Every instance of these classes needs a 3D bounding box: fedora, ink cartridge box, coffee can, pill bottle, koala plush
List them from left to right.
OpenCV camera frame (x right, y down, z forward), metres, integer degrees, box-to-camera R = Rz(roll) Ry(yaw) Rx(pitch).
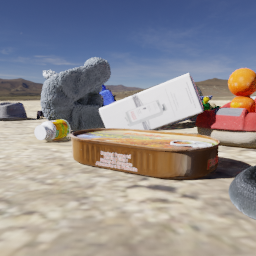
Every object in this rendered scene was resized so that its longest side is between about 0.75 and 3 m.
[{"bbox_3d":[-5.645,-0.836,13.624,1.671,0.853,1.889,5,9,32],"label":"fedora"},{"bbox_3d":[-2.092,0.069,7.757,0.535,0.535,0.964,3,8,25],"label":"pill bottle"},{"bbox_3d":[-2.231,-1.133,10.171,2.614,2.522,2.844,-19,20,-32],"label":"koala plush"},{"bbox_3d":[0.714,-0.533,7.657,2.459,1.018,1.802,-20,2,17],"label":"ink cartridge box"},{"bbox_3d":[2.665,-1.543,15.494,1.751,1.751,2.393,-4,8,-31],"label":"coffee can"},{"bbox_3d":[1.546,0.692,1.773,1.713,0.782,1.713,-3,7,0],"label":"fedora"}]

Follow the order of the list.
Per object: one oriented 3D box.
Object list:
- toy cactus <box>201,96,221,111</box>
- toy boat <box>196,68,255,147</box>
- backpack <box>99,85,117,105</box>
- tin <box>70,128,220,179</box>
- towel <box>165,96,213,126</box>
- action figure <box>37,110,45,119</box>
[{"bbox_3d":[3.301,-0.571,10.541,2.218,1.134,1.830,7,10,-11],"label":"toy cactus"},{"bbox_3d":[3.125,-0.632,7.612,1.941,1.945,2.975,5,9,35],"label":"toy boat"},{"bbox_3d":[-1.328,-1.348,13.983,1.566,1.618,1.928,-16,2,3],"label":"backpack"},{"bbox_3d":[0.226,0.387,5.264,2.894,0.606,1.620,5,13,33],"label":"tin"},{"bbox_3d":[2.405,-0.752,11.298,1.685,0.277,2.327,-44,-18,30],"label":"towel"},{"bbox_3d":[-4.065,-0.764,14.479,1.053,0.561,1.618,-5,2,14],"label":"action figure"}]
